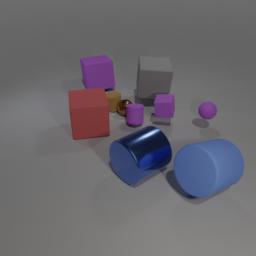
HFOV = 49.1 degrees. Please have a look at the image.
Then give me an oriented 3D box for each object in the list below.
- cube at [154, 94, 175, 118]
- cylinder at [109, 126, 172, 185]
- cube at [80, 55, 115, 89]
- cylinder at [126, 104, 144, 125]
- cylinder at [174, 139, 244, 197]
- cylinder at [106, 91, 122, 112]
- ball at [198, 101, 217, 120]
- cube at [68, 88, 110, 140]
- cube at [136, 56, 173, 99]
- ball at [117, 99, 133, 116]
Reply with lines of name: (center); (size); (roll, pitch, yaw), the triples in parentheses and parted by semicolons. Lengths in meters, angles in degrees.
cube: (1.451, -0.867, 11.038); (0.700, 0.700, 0.700); (0, 34, 16)
cylinder: (0.376, 0.804, 8.544); (1.400, 1.400, 1.400); (-24, 39, -33)
cube: (-1.554, -2.812, 14.279); (1.400, 1.400, 1.400); (-12, 29, -14)
cylinder: (0.285, -0.566, 11.267); (0.700, 0.700, 0.700); (1, 18, 0)
cylinder: (2.229, 1.059, 7.735); (1.400, 1.400, 1.400); (-6, 28, -41)
cylinder: (-0.622, -1.174, 12.404); (0.700, 0.700, 0.700); (-5, 31, 3)
ball: (3.074, -0.673, 10.812); (0.700, 0.700, 0.700); (0, 32, 0)
cube: (-1.496, -0.570, 10.737); (1.400, 1.400, 1.400); (-6, 35, -10)
cube: (1.140, -2.238, 12.471); (1.400, 1.400, 1.400); (3, 37, -2)
ball: (-0.107, -0.882, 11.989); (0.700, 0.700, 0.700); (0, 32, 0)
